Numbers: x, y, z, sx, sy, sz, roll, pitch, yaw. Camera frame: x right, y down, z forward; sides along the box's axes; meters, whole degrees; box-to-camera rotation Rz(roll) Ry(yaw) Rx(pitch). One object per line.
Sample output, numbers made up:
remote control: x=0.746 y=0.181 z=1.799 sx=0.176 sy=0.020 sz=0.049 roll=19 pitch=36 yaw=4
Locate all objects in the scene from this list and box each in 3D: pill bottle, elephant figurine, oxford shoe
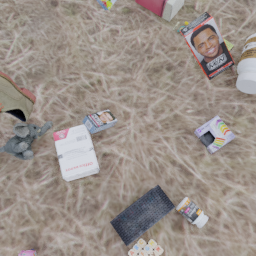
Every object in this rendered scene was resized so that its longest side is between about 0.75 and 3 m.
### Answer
pill bottle: x=5.555 y=-2.780 z=12.197 sx=1.380 sy=1.380 sz=2.414 roll=21 pitch=72 yaw=7
elephant figurine: x=-4.110 y=0.331 z=11.371 sx=1.245 sy=1.365 sz=1.760 roll=-17 pitch=51 yaw=41
pill bottle: x=2.415 y=3.178 z=10.508 sx=1.099 sy=0.639 sz=0.639 roll=40 pitch=75 yaw=13
oxford shoe: x=-4.332 y=-1.111 z=9.465 sx=1.051 sy=2.984 sz=1.116 roll=-10 pitch=66 yaw=29

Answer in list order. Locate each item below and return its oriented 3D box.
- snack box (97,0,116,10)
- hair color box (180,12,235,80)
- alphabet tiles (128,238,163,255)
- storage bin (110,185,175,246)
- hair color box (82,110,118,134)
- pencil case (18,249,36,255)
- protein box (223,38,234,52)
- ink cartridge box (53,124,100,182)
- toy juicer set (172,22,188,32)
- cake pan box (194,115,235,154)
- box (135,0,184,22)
snack box: x=-0.734 y=-4.909 z=10.053 sx=0.334 sy=0.832 sz=0.987 roll=26 pitch=81 yaw=48
hair color box: x=2.940 y=-2.940 z=10.280 sx=1.132 sy=2.230 sz=0.683 roll=-33 pitch=39 yaw=17
alphabet tiles: x=0.684 y=4.745 z=10.247 sx=1.232 sy=0.092 sz=1.260 roll=42 pitch=76 yaw=13
storage bin: x=0.510 y=3.125 z=10.090 sx=2.145 sy=1.450 sz=1.006 roll=-36 pitch=74 yaw=-12
hair color box: x=-1.128 y=-0.280 z=11.444 sx=0.665 sy=0.407 sz=1.344 roll=50 pitch=37 yaw=15
pencil case: x=-3.552 y=5.081 z=9.873 sx=0.638 sy=0.638 sz=1.460 roll=-8 pitch=70 yaw=-3
protein box: x=3.957 y=-3.505 z=12.785 sx=1.095 sy=0.744 sz=1.103 roll=40 pitch=75 yaw=13
ink cartridge box: x=-2.046 y=1.001 z=11.174 sx=1.403 sy=0.817 sz=1.926 roll=-16 pitch=70 yaw=-6
toy juicer set: x=2.624 y=-4.765 z=13.306 sx=0.956 sy=0.608 sz=0.260 roll=8 pitch=63 yaw=2
cake pan box: x=3.589 y=0.282 z=11.690 sx=1.285 sy=0.336 sz=1.184 roll=-31 pitch=71 yaw=-10
box: x=1.569 y=-6.456 z=13.596 sx=2.123 sy=1.157 sz=1.358 roll=34 pitch=74 yaw=11
